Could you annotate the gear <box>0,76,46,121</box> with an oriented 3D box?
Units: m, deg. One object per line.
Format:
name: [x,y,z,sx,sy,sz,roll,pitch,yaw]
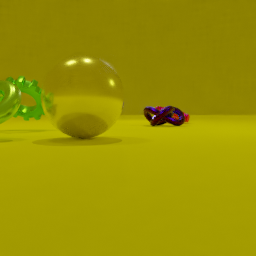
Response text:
gear: [-2.416,-0.663,6.526,1.186,1.186,0.219,0,46,3]

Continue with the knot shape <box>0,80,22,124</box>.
knot shape: [-2.605,-0.291,4.108,1.713,0.791,1.603,-11,-1,25]

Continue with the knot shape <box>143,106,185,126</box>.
knot shape: [1.238,-0.390,9.108,1.297,0.640,1.386,-1,2,-16]

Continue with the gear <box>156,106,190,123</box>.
gear: [1.852,-0.566,11.790,1.455,0.269,1.455,16,-3,1]

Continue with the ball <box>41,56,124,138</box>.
ball: [-0.695,-0.474,4.368,1.271,1.271,1.271,0,3,0]
